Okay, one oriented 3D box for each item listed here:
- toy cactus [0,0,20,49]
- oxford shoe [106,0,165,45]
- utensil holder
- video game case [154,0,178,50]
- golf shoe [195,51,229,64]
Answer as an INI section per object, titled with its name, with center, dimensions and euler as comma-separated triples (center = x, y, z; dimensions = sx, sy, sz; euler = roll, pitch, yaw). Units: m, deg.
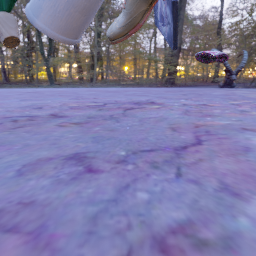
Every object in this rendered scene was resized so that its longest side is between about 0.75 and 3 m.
[toy cactus]
center = -2.939, -2.675, 6.257
dimensions = 2.395, 1.976, 1.225
euler = -37, -23, 21
[oxford shoe]
center = 0.140, -2.567, 5.568
dimensions = 0.755, 2.046, 0.724
euler = 24, 36, -36
[utensil holder]
center = -1.493, -3.399, 7.184
dimensions = 1.618, 1.904, 1.618
euler = 29, 32, -20
[video game case]
center = 1.229, -3.832, 9.370
dimensions = 0.212, 1.600, 2.240
euler = -12, 44, -3
[golf shoe]
center = 1.916, -1.649, 6.513
dimensions = 0.760, 0.276, 0.350
euler = 3, 28, -3
